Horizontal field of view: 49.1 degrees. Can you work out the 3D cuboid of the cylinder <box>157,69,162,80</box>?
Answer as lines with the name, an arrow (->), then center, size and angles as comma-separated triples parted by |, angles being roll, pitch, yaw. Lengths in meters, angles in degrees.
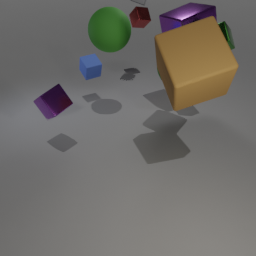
cylinder -> 1.809, -2.028, 8.481 | 1.400, 1.400, 1.400 | 20, 47, 30

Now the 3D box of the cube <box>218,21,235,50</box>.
cube -> 2.909, -2.829, 8.930 | 0.700, 0.700, 0.700 | -15, -13, 33

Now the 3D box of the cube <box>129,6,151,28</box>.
cube -> 0.576, -5.304, 13.452 | 0.700, 0.700, 0.700 | -9, -9, -30

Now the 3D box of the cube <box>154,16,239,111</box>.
cube -> 1.525, -1.451, 6.614 | 1.400, 1.400, 1.400 | -18, 70, 2

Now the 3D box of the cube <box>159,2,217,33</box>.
cube -> 2.134, -3.419, 9.840 | 1.400, 1.400, 1.400 | -27, 36, -13

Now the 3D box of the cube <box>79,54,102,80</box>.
cube -> -1.560, -2.543, 11.651 | 0.700, 0.700, 0.700 | -20, 61, -24

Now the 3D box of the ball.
ball -> -0.594, -3.165, 9.059 | 1.400, 1.400, 1.400 | 0, 31, 0

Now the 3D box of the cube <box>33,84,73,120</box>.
cube -> -2.160, -0.739, 8.090 | 0.700, 0.700, 0.700 | -43, 16, -31

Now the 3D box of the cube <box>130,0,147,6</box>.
cube -> 0.444, -5.481, 11.431 | 0.700, 0.700, 0.700 | 21, 23, 1
